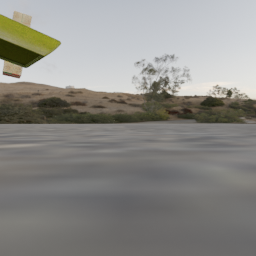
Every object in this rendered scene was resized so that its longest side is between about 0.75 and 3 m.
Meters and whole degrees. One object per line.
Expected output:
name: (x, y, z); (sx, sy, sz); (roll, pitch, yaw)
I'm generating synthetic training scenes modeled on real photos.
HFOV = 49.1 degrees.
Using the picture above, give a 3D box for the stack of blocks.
stack of blocks: (-4.153, -3.034, 10.466); (0.643, 2.196, 1.265); (11, 0, -24)

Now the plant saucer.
plant saucer: (-2.678, -1.903, 6.529); (1.662, 0.398, 1.659); (16, -15, -39)
